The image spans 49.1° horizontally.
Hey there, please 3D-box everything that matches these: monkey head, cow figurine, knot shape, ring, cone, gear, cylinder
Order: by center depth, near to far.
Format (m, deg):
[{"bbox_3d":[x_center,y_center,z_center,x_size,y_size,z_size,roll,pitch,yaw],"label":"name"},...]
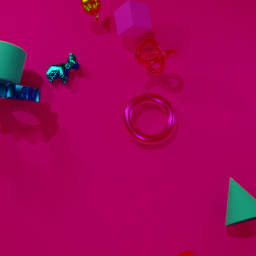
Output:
[{"bbox_3d":[2.915,1.844,7.363,1.140,1.140,1.144,-12,64,-4],"label":"cone"},{"bbox_3d":[-3.483,-1.027,7.900,1.953,1.953,0.361,6,92,2],"label":"gear"},{"bbox_3d":[-3.696,-1.883,8.357,1.076,1.076,1.076,11,83,4],"label":"cylinder"},{"bbox_3d":[0.899,-2.150,8.403,1.211,1.294,0.598,-10,60,19],"label":"knot shape"},{"bbox_3d":[0.657,-0.293,8.447,1.667,0.333,1.667,1,72,-4],"label":"ring"},{"bbox_3d":[-2.088,-1.950,9.012,1.027,0.564,1.011,5,71,7],"label":"cow figurine"},{"bbox_3d":[-1.192,-4.151,9.312,1.068,0.643,0.768,47,40,-24],"label":"monkey head"}]

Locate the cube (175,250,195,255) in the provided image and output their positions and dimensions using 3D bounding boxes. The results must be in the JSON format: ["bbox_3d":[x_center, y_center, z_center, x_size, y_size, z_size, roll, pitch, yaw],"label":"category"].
[{"bbox_3d":[1.203,3.772,6.090,1.289,1.289,1.289,-12,112,-25],"label":"cube"}]

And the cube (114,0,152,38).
[{"bbox_3d":[0.160,-3.525,9.143,0.826,0.826,0.826,-9,88,-37],"label":"cube"}]
